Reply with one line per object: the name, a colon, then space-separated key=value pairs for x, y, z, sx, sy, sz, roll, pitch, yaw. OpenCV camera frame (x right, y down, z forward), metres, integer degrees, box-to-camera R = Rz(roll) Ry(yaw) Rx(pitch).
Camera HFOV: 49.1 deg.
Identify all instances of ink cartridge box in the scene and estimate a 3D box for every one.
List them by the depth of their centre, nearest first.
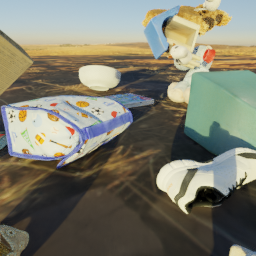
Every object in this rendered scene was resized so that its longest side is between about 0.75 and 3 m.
ink cartridge box: x=-2.129 y=-0.986 z=4.034 sx=0.469 sy=1.030 sz=1.250 roll=47 pitch=0 yaw=15

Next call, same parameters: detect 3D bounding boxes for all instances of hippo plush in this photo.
hippo plush: x=2.759 y=-2.082 z=10.709 sx=2.570 sy=2.066 sz=2.047 roll=-4 pitch=18 yaw=-14

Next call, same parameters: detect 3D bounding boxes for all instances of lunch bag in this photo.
lunch bag: x=-1.139 y=-0.022 z=5.584 sx=2.007 sy=1.243 sz=1.707 roll=1 pitch=15 yaw=31

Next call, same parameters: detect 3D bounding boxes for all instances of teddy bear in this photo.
teddy bear: x=1.897 y=-3.342 z=8.998 sx=2.882 sy=0.962 sz=2.090 roll=-28 pitch=44 yaw=-35

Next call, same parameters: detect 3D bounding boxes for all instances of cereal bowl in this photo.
cereal bowl: x=-1.285 y=-2.169 z=12.694 sx=1.893 sy=0.788 sz=1.893 roll=4 pitch=-5 yaw=0

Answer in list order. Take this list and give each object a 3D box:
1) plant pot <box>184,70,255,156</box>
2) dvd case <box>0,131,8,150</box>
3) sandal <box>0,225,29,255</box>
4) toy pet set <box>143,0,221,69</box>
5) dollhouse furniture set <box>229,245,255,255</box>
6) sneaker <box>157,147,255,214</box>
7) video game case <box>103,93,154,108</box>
plant pot: x=2.406 y=-0.156 z=5.720 sx=1.518 sy=1.518 sz=2.148 roll=-5 pitch=26 yaw=-17
dvd case: x=-3.956 y=0.432 z=5.713 sx=2.475 sy=0.272 sz=1.807 roll=-1 pitch=17 yaw=2
sandal: x=-1.289 y=1.174 z=2.978 sx=0.432 sy=0.481 sz=1.312 roll=-15 pitch=17 yaw=-22
toy pet set: x=1.231 y=-2.551 z=6.437 sx=1.231 sy=2.319 sz=2.165 roll=18 pitch=-4 yaw=-10
dollhouse furniture set: x=1.293 y=1.273 z=1.506 sx=1.640 sy=1.164 sz=1.300 roll=16 pitch=23 yaw=41
sneaker: x=1.374 y=0.807 z=4.129 sx=1.835 sy=0.676 sz=0.734 roll=-11 pitch=33 yaw=-18
video game case: x=-0.373 y=-0.971 z=10.320 sx=2.203 sy=0.192 sz=1.575 roll=-12 pitch=21 yaw=-34
